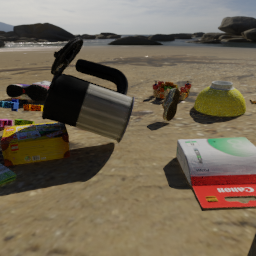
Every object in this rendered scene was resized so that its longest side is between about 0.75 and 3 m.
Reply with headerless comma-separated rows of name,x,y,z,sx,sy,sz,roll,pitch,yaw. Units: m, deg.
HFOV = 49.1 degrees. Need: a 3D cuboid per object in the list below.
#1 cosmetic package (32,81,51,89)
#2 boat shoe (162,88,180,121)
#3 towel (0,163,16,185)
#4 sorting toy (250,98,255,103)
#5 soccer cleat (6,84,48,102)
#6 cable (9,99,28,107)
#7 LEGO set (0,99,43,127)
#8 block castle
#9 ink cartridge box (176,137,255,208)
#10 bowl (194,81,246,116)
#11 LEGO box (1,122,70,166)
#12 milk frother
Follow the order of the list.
cosmetic package,-4.255,-2.285,16.406,2.605,0.660,1.075,11,25,26
boat shoe,1.813,-1.008,12.277,0.560,0.624,1.687,-2,53,40
towel,-3.988,1.317,7.778,1.536,0.236,1.146,20,31,37
sorting toy,6.991,-1.471,15.054,0.725,0.143,0.783,4,17,11
soccer cleat,-5.259,-1.954,15.325,2.739,0.934,1.002,7,11,16
cable,-5.624,-1.297,14.478,1.088,0.276,0.887,7,17,23
LEGO set,-3.967,-0.539,11.252,2.870,1.095,1.178,6,5,9
block castle,2.479,-2.263,15.958,2.001,0.939,1.337,10,24,24
ink cartridge box,2.712,1.083,7.735,2.228,0.693,2.768,-2,20,-3
bowl,4.516,-1.556,13.620,2.448,1.317,2.448,1,21,0
LEGO box,-2.983,0.446,9.165,1.989,0.768,1.481,-7,22,-17
milk frother,-1.093,-1.122,8.870,2.711,2.602,2.882,17,-4,-9
